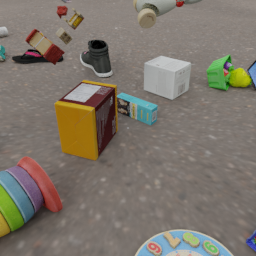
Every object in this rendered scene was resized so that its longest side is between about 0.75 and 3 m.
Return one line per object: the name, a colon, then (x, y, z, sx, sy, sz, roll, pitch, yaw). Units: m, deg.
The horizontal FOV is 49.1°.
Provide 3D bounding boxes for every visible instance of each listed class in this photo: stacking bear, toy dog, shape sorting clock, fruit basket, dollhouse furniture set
stacking bear: (-2.360, 1.476, 4.912, 1.204, 1.128, 1.983, 26, 46, 33)
toy dog: (1.059, -3.807, 7.988, 2.159, 1.040, 1.424, -36, 58, -8)
shape sorting clock: (0.902, 2.272, 4.279, 1.754, 0.344, 1.754, 0, 33, 0)
fruit basket: (3.746, -1.984, 10.206, 1.526, 1.101, 1.526, -14, 24, 7)
dollhouse furniture set: (-2.124, -2.867, 8.416, 0.910, 1.692, 0.688, 42, 4, 15)

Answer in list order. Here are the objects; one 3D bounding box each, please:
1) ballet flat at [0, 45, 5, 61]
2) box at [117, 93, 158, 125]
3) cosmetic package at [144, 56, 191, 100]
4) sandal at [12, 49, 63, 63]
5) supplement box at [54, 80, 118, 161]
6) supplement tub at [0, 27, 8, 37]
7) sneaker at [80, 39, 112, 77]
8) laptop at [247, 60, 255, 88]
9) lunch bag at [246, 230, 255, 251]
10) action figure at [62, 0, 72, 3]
ballet flat: (-5.870, -3.328, 12.733, 0.550, 0.550, 1.532, -9, 32, -14)
box: (0.238, -0.586, 8.410, 1.338, 0.551, 0.329, 23, 40, 31)
cosmetic package: (1.348, -1.770, 9.747, 1.256, 1.045, 1.051, 24, 41, 34)
sandal: (-4.018, -3.250, 12.481, 2.211, 0.498, 0.830, -3, 34, -5)
supplement box: (-0.966, -0.239, 7.086, 0.958, 1.424, 1.443, 12, 35, 17)
supplement tub: (-7.167, -5.328, 15.629, 0.503, 0.503, 0.763, 29, 43, 36)
sneaker: (-1.370, -3.130, 11.606, 0.907, 1.273, 2.566, -17, 36, -21)
laptop: (5.115, -1.799, 10.070, 1.451, 0.750, 1.286, 21, 40, 29)
lunch bag: (3.138, 1.014, 4.224, 1.874, 2.490, 1.171, -17, 37, -24)
action figure: (-1.311, -3.099, 5.231, 1.159, 1.043, 1.557, 35, 31, -20)
